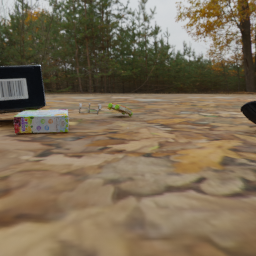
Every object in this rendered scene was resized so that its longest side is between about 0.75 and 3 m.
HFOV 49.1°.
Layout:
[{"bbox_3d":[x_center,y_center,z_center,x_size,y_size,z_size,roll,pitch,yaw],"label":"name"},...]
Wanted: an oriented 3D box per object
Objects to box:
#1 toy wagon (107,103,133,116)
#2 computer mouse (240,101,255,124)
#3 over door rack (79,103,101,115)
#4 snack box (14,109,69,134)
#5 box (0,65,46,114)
[{"bbox_3d":[-0.405,-0.804,11.749,1.226,0.243,0.951,17,-5,43],"label":"toy wagon"},{"bbox_3d":[4.362,-0.367,7.329,2.466,0.568,1.731,8,-17,5],"label":"computer mouse"},{"bbox_3d":[-1.522,-0.823,11.161,0.845,0.381,1.143,3,-8,-12],"label":"over door rack"},{"bbox_3d":[-2.486,-0.240,8.358,1.402,0.522,1.971,-3,9,-11],"label":"snack box"},{"bbox_3d":[-4.107,-1.239,9.737,1.936,1.396,2.608,-8,3,-26],"label":"box"}]
